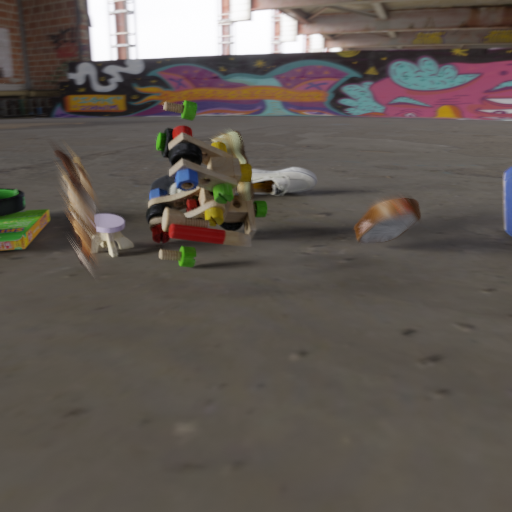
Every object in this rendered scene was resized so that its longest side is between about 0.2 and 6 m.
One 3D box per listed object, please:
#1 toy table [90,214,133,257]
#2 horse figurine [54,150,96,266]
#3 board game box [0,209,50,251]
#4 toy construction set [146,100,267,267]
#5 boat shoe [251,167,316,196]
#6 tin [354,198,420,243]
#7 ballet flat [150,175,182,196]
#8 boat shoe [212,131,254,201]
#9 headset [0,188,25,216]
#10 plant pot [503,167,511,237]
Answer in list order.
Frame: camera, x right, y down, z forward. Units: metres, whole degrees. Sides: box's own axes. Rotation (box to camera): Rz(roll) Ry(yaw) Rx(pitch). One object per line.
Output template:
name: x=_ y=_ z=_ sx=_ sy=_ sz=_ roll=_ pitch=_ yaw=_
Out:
toy table: x=-2.711 y=-0.373 z=10.202 sx=0.915 sy=0.583 sz=0.996 roll=-5 pitch=19 yaw=-16
horse figurine: x=-2.346 y=-0.691 z=7.447 sx=0.359 sy=1.437 sz=0.952 roll=-12 pitch=-16 yaw=-12
board game box: x=-4.917 y=-0.504 z=11.016 sx=1.169 sy=0.367 sz=2.448 roll=-4 pitch=15 yaw=-7
toy construction set: x=-0.629 y=-0.955 z=10.110 sx=2.286 sy=2.481 sz=2.975 roll=7 pitch=35 yaw=-20
boat shoe: x=0.576 y=-1.908 z=15.064 sx=2.112 sy=0.749 sz=0.737 roll=3 pitch=45 yaw=-2
tin: x=2.280 y=-0.577 z=9.774 sx=0.850 sy=0.318 sz=1.519 roll=-7 pitch=-17 yaw=-13
ballet flat: x=-1.644 y=-1.756 z=14.380 sx=2.124 sy=0.776 sz=0.776 roll=-9 pitch=19 yaw=-32
boat shoe: x=-0.494 y=-1.700 z=10.883 sx=0.670 sy=0.631 sz=1.760 roll=-11 pitch=49 yaw=-6
headset: x=-6.339 y=-1.218 z=11.547 sx=2.903 sy=1.364 sz=1.793 roll=-13 pitch=21 yaw=-34
plant pot: x=5.665 y=-1.111 z=11.160 sx=1.353 sy=1.504 sz=1.504 roll=0 pitch=16 yaw=25
